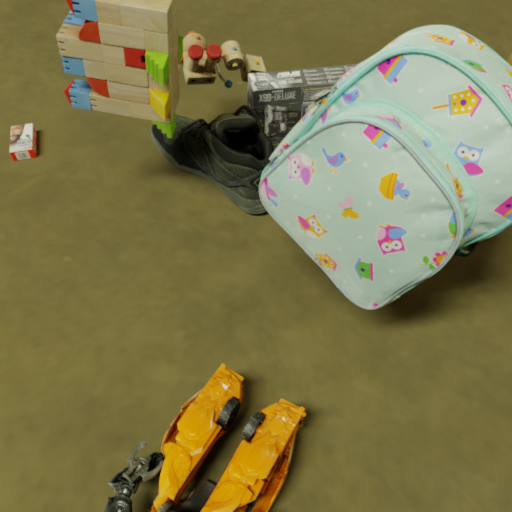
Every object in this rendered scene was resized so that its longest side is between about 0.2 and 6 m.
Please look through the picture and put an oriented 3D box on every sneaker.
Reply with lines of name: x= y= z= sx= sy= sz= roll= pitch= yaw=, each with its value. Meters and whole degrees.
sneaker: x=-0.894 y=-2.446 z=11.438 sx=1.312 sy=1.966 sz=3.432 roll=-37 pitch=58 yaw=-27

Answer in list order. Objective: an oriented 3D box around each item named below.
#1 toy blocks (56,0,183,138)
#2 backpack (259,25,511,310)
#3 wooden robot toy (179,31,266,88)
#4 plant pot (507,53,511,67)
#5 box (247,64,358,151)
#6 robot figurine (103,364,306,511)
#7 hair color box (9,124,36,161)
toy blocks: x=-2.249 y=-3.294 z=8.992 sx=1.902 sy=2.782 sz=1.390 roll=10 pitch=55 yaw=0
backpack: x=2.141 y=-1.278 z=8.274 sx=3.296 sy=3.750 sz=2.875 roll=48 pitch=36 yaw=0
wooden robot toy: x=-1.054 y=-4.158 z=11.371 sx=2.494 sy=1.099 sz=1.132 roll=-8 pitch=72 yaw=-19
plant pot: x=4.845 y=-2.841 z=9.084 sx=1.405 sy=1.405 sz=1.507 roll=-21 pitch=53 yaw=-15
box: x=1.073 y=-2.941 z=11.782 sx=2.489 sy=1.962 sz=0.619 roll=-7 pitch=53 yaw=-5
robot figurine: x=-0.654 y=3.138 z=7.796 sx=2.219 sy=0.891 sz=3.061 roll=25 pitch=56 yaw=18
hair color box: x=-5.216 y=-2.549 z=12.537 sx=0.497 sy=0.287 sz=0.897 roll=-11 pitch=52 yaw=-8
